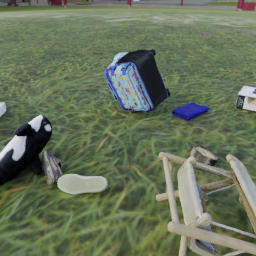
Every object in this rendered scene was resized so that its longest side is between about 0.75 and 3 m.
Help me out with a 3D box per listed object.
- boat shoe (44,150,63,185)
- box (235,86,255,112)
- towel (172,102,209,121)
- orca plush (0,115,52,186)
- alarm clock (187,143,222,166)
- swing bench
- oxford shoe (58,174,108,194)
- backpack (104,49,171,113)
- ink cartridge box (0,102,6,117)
[{"bbox_3d":[-1.944,1.012,7.306,0.440,0.447,1.201,-2,36,-24],"label":"boat shoe"},{"bbox_3d":[5.315,-1.021,10.782,1.997,0.600,1.164,16,32,26],"label":"box"},{"bbox_3d":[2.320,-0.608,10.406,1.183,0.293,0.874,-20,28,-32],"label":"towel"},{"bbox_3d":[-2.622,0.796,7.044,1.033,1.529,2.906,34,29,-3],"label":"orca plush"},{"bbox_3d":[1.987,0.718,7.655,0.707,0.349,1.048,5,31,-43],"label":"alarm clock"},{"bbox_3d":[1.662,1.563,5.235,2.114,1.371,2.102,1,28,1],"label":"swing bench"},{"bbox_3d":[-1.074,1.349,6.713,1.268,0.477,0.366,-2,-13,12],"label":"oxford shoe"},{"bbox_3d":[0.059,-1.746,10.606,1.628,2.210,2.420,-42,33,-28],"label":"backpack"},{"bbox_3d":[-5.254,-0.470,9.907,1.312,0.408,1.630,-1,23,-3],"label":"ink cartridge box"}]
